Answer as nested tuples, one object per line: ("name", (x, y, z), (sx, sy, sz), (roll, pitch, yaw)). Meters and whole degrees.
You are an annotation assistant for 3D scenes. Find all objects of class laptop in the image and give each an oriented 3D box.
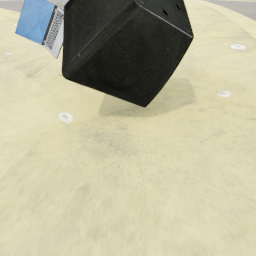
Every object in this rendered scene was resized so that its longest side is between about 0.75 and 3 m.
("laptop", (-2.802, -3.347, 9.216), (0.908, 1.467, 1.567), (-2, 40, -47))

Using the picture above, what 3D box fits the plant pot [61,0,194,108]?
("plant pot", (0.064, -2.599, 7.352), (2.756, 2.445, 2.750), (16, 54, -33))
